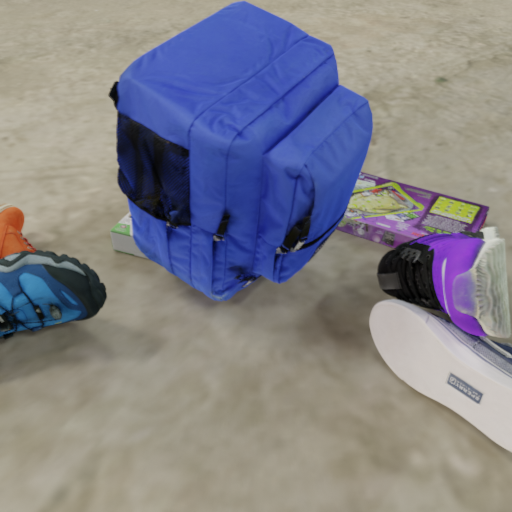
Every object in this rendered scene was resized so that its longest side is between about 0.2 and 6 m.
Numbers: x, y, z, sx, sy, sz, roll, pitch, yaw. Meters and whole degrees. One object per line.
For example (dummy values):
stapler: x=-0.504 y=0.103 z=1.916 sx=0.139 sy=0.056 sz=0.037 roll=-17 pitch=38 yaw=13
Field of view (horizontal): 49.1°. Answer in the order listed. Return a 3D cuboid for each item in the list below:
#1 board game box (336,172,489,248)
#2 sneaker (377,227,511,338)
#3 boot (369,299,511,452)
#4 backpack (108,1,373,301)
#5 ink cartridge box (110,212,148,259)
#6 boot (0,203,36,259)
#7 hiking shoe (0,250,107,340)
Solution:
board game box: x=2.633 y=-0.784 z=10.397 sx=2.871 sy=0.464 sz=1.723 roll=21 pitch=38 yaw=25
sneaker: x=2.490 y=0.340 z=7.692 sx=1.731 sy=1.210 sz=3.481 roll=-4 pitch=4 yaw=22
boot: x=2.787 y=1.405 z=7.254 sx=1.225 sy=0.987 sz=2.713 roll=-8 pitch=35 yaw=-37
backpack: x=-0.273 y=-1.010 z=7.989 sx=3.034 sy=3.616 sz=2.938 roll=38 pitch=54 yaw=16
ink cartridge box: x=-1.930 y=-0.484 z=9.925 sx=0.806 sy=0.465 sz=1.103 roll=13 pitch=39 yaw=16
boot: x=-4.040 y=-0.106 z=9.304 sx=1.071 sy=0.750 sz=1.998 roll=3 pitch=44 yaw=-4
hiking shoe: x=-3.767 y=0.884 z=7.690 sx=3.477 sy=1.293 sz=1.507 roll=-5 pitch=44 yaw=9
